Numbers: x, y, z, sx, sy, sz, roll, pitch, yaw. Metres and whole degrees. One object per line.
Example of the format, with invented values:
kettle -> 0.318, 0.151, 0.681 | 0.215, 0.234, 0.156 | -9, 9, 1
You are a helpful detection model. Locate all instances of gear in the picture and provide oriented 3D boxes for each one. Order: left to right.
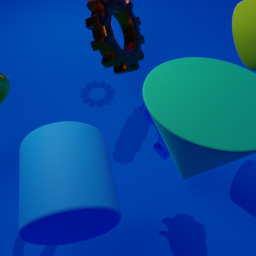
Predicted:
gear -> -0.242, -2.365, 6.927 | 0.370, 2.003, 2.003 | -7, 45, 33

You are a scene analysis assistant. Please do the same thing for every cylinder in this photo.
cylinder -> -0.848, 0.796, 3.974 | 1.302, 1.302, 1.302 | -10, 55, -8
cylinder -> 2.901, -1.896, 5.178 | 1.397, 1.397, 1.397 | -7, 38, 47

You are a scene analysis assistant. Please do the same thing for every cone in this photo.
cone -> 0.754, 0.172, 3.057 | 1.338, 1.343, 1.338 | 3, 45, -3

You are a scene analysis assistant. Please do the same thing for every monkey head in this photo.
monkey head -> 0.819, 0.187, 5.175 | 1.559, 1.121, 0.939 | 48, 25, 12

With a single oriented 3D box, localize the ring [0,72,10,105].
ring -> -2.529, -0.488, 4.775 | 0.239, 1.194, 1.194 | 45, 61, 1
